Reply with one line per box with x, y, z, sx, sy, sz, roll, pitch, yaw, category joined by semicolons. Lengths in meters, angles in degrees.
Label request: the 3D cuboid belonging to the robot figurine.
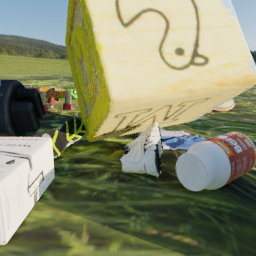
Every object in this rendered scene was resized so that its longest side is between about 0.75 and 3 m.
-3.448;-0.467;7.016;2.505;1.563;1.882;1;5;3;robot figurine

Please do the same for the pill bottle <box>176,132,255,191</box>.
1.434;0.541;4.541;1.380;0.774;0.774;-12;18;-41;pill bottle

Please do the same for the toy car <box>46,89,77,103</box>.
-3.181;-1.692;14.341;2.331;0.553;2.478;-9;17;-35;toy car

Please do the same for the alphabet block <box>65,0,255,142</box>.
0.390;-1.558;6.295;2.995;2.925;2.941;-12;-13;-18;alphabet block

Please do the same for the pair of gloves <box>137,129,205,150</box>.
1.043;0.237;7.047;1.435;0.203;1.785;-3;15;-14;pair of gloves

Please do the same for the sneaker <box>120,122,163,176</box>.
0.310;0.366;5.561;0.732;0.678;1.805;-10;15;14;sneaker

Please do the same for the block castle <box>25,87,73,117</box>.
-3.109;-1.022;10.754;1.362;0.956;2.038;-5;16;-35;block castle

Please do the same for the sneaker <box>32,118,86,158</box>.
-1.624;0.348;6.072;0.644;0.636;1.686;-34;-4;39;sneaker

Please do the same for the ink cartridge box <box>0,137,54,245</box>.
-1.939;0.702;3.850;1.348;0.778;1.846;0;14;1;ink cartridge box

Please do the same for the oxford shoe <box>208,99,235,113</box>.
3.505;-1.108;11.270;2.242;0.828;0.793;-9;16;-33;oxford shoe
